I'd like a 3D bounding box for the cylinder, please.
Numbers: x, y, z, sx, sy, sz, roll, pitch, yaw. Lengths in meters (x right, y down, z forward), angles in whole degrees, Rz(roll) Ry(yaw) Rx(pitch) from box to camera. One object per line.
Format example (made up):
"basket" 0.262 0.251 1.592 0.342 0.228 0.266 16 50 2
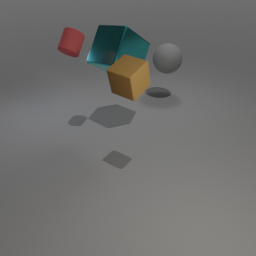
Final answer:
"cylinder" -1.808 -2.724 8.930 0.700 0.700 0.700 17 -5 1

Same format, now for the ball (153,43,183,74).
"ball" 1.873 -3.282 13.264 1.400 1.400 1.400 0 30 0

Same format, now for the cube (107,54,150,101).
"cube" 0.029 -1.181 6.564 0.700 0.700 0.700 24 56 29

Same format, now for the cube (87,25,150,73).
"cube" -0.331 -2.640 9.850 1.400 1.400 1.400 20 2 40
